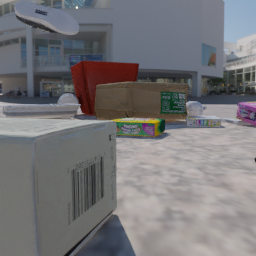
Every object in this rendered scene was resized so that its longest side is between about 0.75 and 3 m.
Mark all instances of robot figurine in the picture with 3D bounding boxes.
[{"bbox_3d":[2.688,-0.746,11.589,1.072,0.714,1.265,-15,5,1],"label":"robot figurine"}]

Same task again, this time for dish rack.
[{"bbox_3d":[-3.526,-0.649,11.199,2.840,0.618,2.438,-3,7,-29],"label":"dish rack"}]

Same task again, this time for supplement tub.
[{"bbox_3d":[-3.142,-1.258,14.762,1.091,1.091,1.508,-2,5,-15],"label":"supplement tub"}]

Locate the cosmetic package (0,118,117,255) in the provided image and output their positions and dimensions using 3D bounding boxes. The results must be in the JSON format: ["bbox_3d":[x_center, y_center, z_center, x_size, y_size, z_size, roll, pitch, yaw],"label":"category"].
[{"bbox_3d":[-1.080,0.276,1.795,1.848,0.657,0.972,2,6,19],"label":"cosmetic package"}]

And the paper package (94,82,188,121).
[{"bbox_3d":[0.487,-0.957,10.437,2.665,1.379,2.540,-3,6,-32],"label":"paper package"}]

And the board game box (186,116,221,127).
[{"bbox_3d":[2.324,-0.226,8.792,0.954,0.243,1.420,1,6,9],"label":"board game box"}]

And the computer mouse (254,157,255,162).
[{"bbox_3d":[2.130,0.353,3.408,1.131,0.193,0.332,0,7,1],"label":"computer mouse"}]

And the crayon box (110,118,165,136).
[{"bbox_3d":[0.213,-0.042,6.561,1.133,0.330,0.978,2,6,20],"label":"crayon box"}]

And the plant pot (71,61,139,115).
[{"bbox_3d":[-1.295,-2.028,14.922,2.952,2.602,2.950,-3,7,-22],"label":"plant pot"}]

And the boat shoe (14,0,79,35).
[{"bbox_3d":[-2.190,-2.870,7.605,1.704,0.611,0.578,12,-17,-15],"label":"boat shoe"}]

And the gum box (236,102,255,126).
[{"bbox_3d":[4.227,-0.469,8.592,1.631,0.539,0.925,-6,19,-23],"label":"gum box"}]

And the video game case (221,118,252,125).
[{"bbox_3d":[4.059,-0.242,9.403,1.385,0.153,1.260,-1,7,-5],"label":"video game case"}]
